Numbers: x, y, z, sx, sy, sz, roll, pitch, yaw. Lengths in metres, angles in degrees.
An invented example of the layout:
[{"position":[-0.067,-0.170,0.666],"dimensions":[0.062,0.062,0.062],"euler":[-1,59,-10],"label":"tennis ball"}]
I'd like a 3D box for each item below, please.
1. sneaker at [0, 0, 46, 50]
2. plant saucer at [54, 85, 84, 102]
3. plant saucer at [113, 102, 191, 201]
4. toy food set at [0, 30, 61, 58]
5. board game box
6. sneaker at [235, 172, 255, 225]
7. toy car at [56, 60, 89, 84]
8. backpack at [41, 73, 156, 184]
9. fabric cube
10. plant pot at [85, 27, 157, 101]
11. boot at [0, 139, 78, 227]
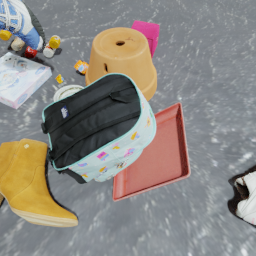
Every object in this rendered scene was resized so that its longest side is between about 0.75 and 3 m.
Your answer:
[{"position":[-3.053,-2.781,6.853],"dimensions":[1.022,2.699,1.040],"euler":[28,78,29],"label":"sneaker"},{"position":[-1.727,-0.878,8.654],"dimensions":[1.080,0.271,1.080],"euler":[0,50,0],"label":"plant saucer"},{"position":[0.568,0.622,6.759],"dimensions":[2.075,0.381,2.071],"euler":[-27,43,31],"label":"plant saucer"},{"position":[-3.370,-3.212,10.096],"dimensions":[2.084,0.995,0.938],"euler":[6,51,3],"label":"toy food set"},{"position":[-3.784,-1.607,9.167],"dimensions":[1.805,0.393,1.813],"euler":[22,54,17],"label":"board game box"},{"position":[3.160,1.249,6.557],"dimensions":[1.138,0.893,2.291],"euler":[18,47,28],"label":"sneaker"},{"position":[-1.778,-1.779,9.431],"dimensions":[1.190,0.583,0.396],"euler":[-36,62,6],"label":"toy car"},{"position":[-0.553,-0.025,6.704],"dimensions":[2.442,1.872,2.147],"euler":[-35,49,14],"label":"backpack"},{"position":[0.549,-3.154,10.094],"dimensions":[0.946,0.928,0.943],"euler":[13,52,9],"label":"fabric cube"},{"position":[-0.235,-1.959,8.665],"dimensions":[2.337,1.636,2.337],"euler":[-1,51,1],"label":"plant pot"},{"position":[-2.139,1.166,6.451],"dimensions":[2.552,0.898,1.827],"euler":[9,59,11],"label":"boot"}]
